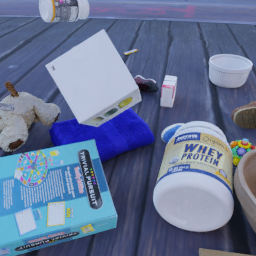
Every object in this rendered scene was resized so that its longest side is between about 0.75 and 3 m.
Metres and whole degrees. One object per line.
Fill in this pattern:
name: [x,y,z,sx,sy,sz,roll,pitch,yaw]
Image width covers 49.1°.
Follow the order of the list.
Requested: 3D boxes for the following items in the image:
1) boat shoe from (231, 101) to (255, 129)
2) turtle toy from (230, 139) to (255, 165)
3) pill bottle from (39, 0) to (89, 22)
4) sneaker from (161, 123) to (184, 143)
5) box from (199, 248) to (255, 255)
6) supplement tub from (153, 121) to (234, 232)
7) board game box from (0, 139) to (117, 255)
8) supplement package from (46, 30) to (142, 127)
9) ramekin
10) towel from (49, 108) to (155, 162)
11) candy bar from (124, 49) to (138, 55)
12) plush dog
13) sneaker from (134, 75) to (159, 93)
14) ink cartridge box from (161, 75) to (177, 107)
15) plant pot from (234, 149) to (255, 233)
boat shoe: [4.562,-0.532,9.998,2.306,0.830,0.779,-7,30,-21]
turtle toy: [3.488,0.734,8.315,0.857,0.594,1.175,-12,37,-16]
pill bottle: [-1.473,-2.794,6.531,1.046,0.609,0.609,-18,38,-35]
sneaker: [1.998,0.355,8.777,1.770,0.679,0.985,1,26,-10]
box: [2.042,2.934,5.595,1.182,0.126,0.966,5,35,7]
supplement tub: [1.665,1.069,6.880,1.724,1.724,2.388,9,37,13]
board game box: [-1.998,1.582,6.631,2.991,0.702,2.258,-10,50,-14]
supplement package: [-0.700,-1.059,6.922,1.525,1.513,2.009,-31,-4,3]
ramekin: [4.559,-2.561,12.684,1.842,0.967,1.842,0,35,0]
towel: [-0.868,0.148,9.030,2.933,0.727,2.166,-20,39,-25]
candy bar: [0.162,-4.337,15.956,1.016,0.113,0.253,-28,44,-33]
plush dog: [-3.649,-0.362,8.992,1.947,1.819,2.267,-24,15,46]
sneaker: [0.520,-1.734,11.936,0.926,0.606,1.603,-26,32,-25]
ink cartridge box: [1.645,-1.485,11.251,0.491,0.843,1.164,8,35,11]
plant pot: [3.599,1.815,5.958,2.945,1.360,2.945,7,32,-5]
